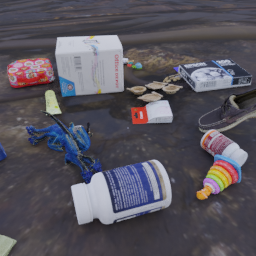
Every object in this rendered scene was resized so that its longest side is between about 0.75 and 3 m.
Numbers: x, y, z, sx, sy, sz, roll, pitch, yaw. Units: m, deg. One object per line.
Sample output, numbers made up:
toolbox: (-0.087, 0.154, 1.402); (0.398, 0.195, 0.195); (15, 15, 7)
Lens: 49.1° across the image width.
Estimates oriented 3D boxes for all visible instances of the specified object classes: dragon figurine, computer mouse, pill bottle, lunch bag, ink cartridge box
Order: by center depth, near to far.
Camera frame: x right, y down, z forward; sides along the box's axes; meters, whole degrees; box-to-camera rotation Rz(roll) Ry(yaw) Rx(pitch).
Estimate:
pill bottle: (-0.194, 1.643, 7.042); (2.298, 1.277, 1.277); (-11, 37, -15)
dragon figurine: (-1.612, 0.435, 8.331); (0.748, 2.543, 1.264); (-27, 6, -36)
pill bottle: (3.021, 0.669, 8.867); (0.734, 0.734, 1.340); (-20, 41, -26)
dragon figurine: (-2.335, 0.317, 9.407); (2.322, 0.683, 1.154); (17, 39, 24)
computer mouse: (-1.738, 0.038, 10.112); (0.789, 0.433, 0.173); (-4, 10, 7)
ink cartridge box: (0.918, -0.641, 11.037); (1.501, 0.428, 1.220); (1, 35, -4)
ink cartridge box: (-1.690, -2.860, 12.653); (2.791, 2.054, 2.019); (-5, 36, -8)
lunch bag: (-4.611, -2.609, 13.347); (2.076, 0.851, 1.829); (-12, 37, -16)
ink cartridge box: (4.058, -2.801, 13.845); (2.834, 0.621, 2.861); (-9, 35, -11)

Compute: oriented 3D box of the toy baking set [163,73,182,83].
toy baking set: (2.160, -2.373, 13.478); (0.838, 0.127, 1.092); (-2, 28, 25)

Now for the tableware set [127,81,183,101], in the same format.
tableware set: (1.130, -1.667, 12.269); (2.208, 0.256, 1.845); (-22, 31, -32)

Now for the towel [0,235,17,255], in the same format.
towel: (-3.049, 2.831, 6.334); (0.666, 0.164, 0.897); (9, 37, 14)

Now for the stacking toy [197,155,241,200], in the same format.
stacking toy: (2.423, 1.515, 7.801); (1.457, 0.800, 0.846); (-37, 41, -26)

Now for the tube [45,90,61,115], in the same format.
tube: (-3.141, -1.018, 11.571); (0.444, 0.398, 1.532); (-39, 42, 12)

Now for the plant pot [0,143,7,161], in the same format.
plant pot: (-5.149, 0.353, 8.432); (1.877, 1.877, 1.688); (27, 51, 32)

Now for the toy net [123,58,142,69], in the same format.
toy net: (0.067, -3.414, 15.020); (1.398, 0.270, 0.734); (27, 46, 35)

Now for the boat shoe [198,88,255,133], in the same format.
boat shoe: (3.634, -0.699, 9.441); (2.896, 0.938, 1.041); (-20, 42, 30)
